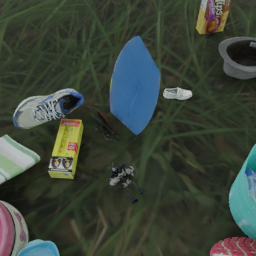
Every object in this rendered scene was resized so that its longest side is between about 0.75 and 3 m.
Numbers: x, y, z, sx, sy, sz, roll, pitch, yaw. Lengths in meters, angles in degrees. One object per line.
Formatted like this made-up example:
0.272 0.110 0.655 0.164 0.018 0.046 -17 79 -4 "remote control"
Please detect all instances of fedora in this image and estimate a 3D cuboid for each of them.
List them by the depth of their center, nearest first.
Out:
4.256 -2.444 10.269 2.114 0.954 1.869 -16 56 -13 "fedora"

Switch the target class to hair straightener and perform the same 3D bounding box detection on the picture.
-0.787 0.003 8.972 0.541 0.288 1.406 -31 64 -20 "hair straightener"

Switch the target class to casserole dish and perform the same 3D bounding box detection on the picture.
-1.961 3.346 6.339 0.943 0.302 1.556 -8 58 -30 "casserole dish"

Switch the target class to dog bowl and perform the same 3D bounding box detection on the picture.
-3.777 2.770 6.483 2.707 0.998 2.707 0 54 -1 "dog bowl"

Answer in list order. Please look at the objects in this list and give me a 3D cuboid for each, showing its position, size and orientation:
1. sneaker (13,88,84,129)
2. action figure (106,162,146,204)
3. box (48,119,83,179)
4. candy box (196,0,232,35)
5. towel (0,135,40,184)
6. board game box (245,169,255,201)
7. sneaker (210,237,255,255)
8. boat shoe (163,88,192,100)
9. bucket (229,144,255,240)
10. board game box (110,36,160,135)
-2.251 -0.612 8.181 2.201 0.848 0.938 -32 28 -31 "sneaker"
-0.116 1.393 7.692 0.786 0.675 1.323 -41 65 -14 "action figure"
-1.818 0.591 8.379 0.689 0.459 1.830 4 54 3 "box"
3.528 -4.826 11.428 1.087 1.863 0.526 -11 54 -8 "candy box"
-3.746 0.946 7.559 1.640 0.337 2.199 23 31 25 "towel"
3.404 1.807 7.111 1.191 0.258 1.186 32 48 -29 "board game box"
3.174 3.206 6.209 2.650 1.068 0.989 9 95 18 "sneaker"
1.750 -1.226 9.762 1.011 0.350 0.358 -2 54 -2 "boat shoe"
3.833 1.659 6.870 2.575 1.675 2.575 0 55 0 "bucket"
0.072 -1.145 8.060 0.550 2.825 2.232 13 75 30 "board game box"
